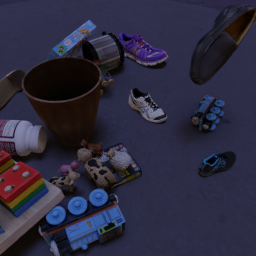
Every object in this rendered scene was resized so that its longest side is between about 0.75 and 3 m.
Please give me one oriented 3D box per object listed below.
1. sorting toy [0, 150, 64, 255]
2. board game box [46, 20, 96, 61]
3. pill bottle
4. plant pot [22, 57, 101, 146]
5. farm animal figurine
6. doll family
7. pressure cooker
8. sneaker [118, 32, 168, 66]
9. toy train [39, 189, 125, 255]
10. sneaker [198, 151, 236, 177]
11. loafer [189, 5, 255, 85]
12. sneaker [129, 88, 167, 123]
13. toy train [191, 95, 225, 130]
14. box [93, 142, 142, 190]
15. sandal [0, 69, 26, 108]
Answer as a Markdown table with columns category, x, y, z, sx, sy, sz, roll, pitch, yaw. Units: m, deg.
| category | x | y | z | sx | sy | sz | roll | pitch | yaw |
| --- | --- | --- | --- | --- | --- | --- | --- | --- | --- |
| sorting toy | -3.652 | 1.849 | 7.117 | 2.836 | 0.987 | 2.819 | 16 | 44 | 40 |
| board game box | -2.661 | -3.271 | 12.197 | 0.515 | 2.129 | 2.815 | 41 | 48 | -9 |
| pill bottle | -3.808 | 0.318 | 9.129 | 2.067 | 1.168 | 1.168 | 4 | 45 | 2 |
| plant pot | -1.934 | -0.630 | 9.138 | 2.317 | 2.479 | 2.317 | 0 | 45 | 0 |
| farm animal figurine | -1.181 | 1.165 | 8.059 | 1.968 | 1.037 | 1.989 | 22 | 60 | 26 |
| doll family | -1.997 | -1.881 | 11.419 | 2.797 | 1.097 | 1.617 | -20 | 62 | -23 |
| pressure cooker | -0.988 | -3.346 | 12.603 | 1.750 | 1.539 | 1.563 | -27 | 54 | -20 |
| sneaker | 0.590 | -3.822 | 13.355 | 2.780 | 1.160 | 1.121 | 25 | 50 | 22 |
| toy train | -1.134 | 2.444 | 7.170 | 2.151 | 0.932 | 1.229 | -19 | 53 | -18 |
| sneaker | 2.876 | 1.047 | 8.796 | 1.439 | 0.590 | 0.527 | -22 | 48 | -22 |
| loafer | 2.671 | -2.403 | 7.957 | 2.641 | 0.961 | 0.955 | -61 | 27 | -2 |
| sneaker | 0.709 | -0.884 | 10.624 | 1.819 | 0.797 | 0.688 | 34 | 52 | 27 |
| toy train | 2.966 | -0.546 | 10.400 | 0.908 | 0.689 | 1.590 | 18 | 49 | 30 |
| box | -0.354 | 1.160 | 8.882 | 1.086 | 0.300 | 1.356 | -21 | 48 | -20 |
| sandal | -5.364 | -1.419 | 11.274 | 0.977 | 1.089 | 2.970 | -8 | 29 | 34 |
